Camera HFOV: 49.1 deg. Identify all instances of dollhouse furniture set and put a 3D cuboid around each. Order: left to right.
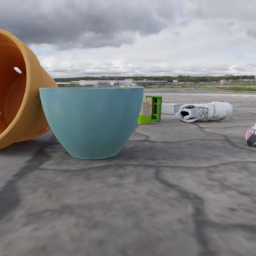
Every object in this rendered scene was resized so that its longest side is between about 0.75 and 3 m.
[{"bbox_3d":[0.194,-0.874,12.422,2.223,1.115,1.456,8,12,42],"label":"dollhouse furniture set"}]

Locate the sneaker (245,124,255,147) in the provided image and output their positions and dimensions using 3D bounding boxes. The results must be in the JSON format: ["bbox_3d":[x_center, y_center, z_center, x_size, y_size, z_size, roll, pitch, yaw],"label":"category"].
[{"bbox_3d":[3.586,0.222,7.780,0.511,0.549,1.271,36,46,26],"label":"sneaker"}]

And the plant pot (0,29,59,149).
[{"bbox_3d":[-3.208,-0.834,7.557,2.989,2.989,2.092,3,-6,20],"label":"plant pot"}]

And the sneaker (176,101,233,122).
[{"bbox_3d":[3.211,-0.656,12.011,2.330,0.876,1.339,-1,8,30],"label":"sneaker"}]

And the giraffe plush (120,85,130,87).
[{"bbox_3d":[-0.299,-1.574,15.353,1.679,1.578,1.946,7,12,38],"label":"giraffe plush"}]

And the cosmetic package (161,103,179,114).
[{"bbox_3d":[2.138,-1.093,15.650,1.310,0.591,0.700,3,9,38],"label":"cosmetic package"}]

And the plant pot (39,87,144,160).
[{"bbox_3d":[-0.800,-0.160,6.484,2.324,1.565,2.324,0,9,0],"label":"plant pot"}]
